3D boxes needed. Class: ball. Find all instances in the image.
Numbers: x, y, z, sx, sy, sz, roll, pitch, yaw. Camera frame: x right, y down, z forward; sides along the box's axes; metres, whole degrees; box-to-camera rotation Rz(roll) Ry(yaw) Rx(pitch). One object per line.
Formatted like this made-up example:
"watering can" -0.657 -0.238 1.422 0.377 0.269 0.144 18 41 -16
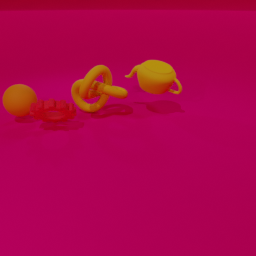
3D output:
"ball" -3.118 -0.794 8.111 0.934 0.934 0.934 0 25 0

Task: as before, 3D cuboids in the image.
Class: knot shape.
"knot shape" -0.782 -1.123 8.458 1.617 1.728 0.798 2 64 -25

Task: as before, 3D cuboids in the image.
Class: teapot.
"teapot" 0.772 -1.498 8.532 1.890 0.925 1.175 24 38 16

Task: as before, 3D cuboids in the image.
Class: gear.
"gear" -2.022 -0.448 7.600 1.205 0.223 1.205 -4 -18 -1
